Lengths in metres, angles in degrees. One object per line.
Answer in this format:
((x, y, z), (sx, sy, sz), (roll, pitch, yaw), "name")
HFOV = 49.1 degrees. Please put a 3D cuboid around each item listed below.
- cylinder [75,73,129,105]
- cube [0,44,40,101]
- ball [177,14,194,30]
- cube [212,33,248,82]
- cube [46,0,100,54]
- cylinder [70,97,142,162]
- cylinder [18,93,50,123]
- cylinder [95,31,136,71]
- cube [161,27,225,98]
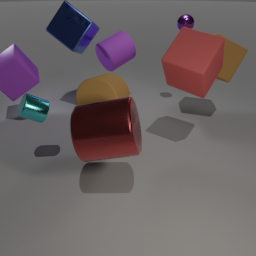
((-0.794, -1.023, 9.163), (1.400, 1.400, 1.400), (7, 18, 14), "cylinder")
((-4.625, -2.247, 11.349), (1.400, 1.400, 1.400), (-35, 40, 6), "cube")
((2.372, -4.309, 11.521), (0.700, 0.700, 0.700), (0, 28, 0), "ball")
((3.633, -2.831, 11.335), (1.400, 1.400, 1.400), (26, 14, -6), "cube")
((-2.234, -4.087, 11.566), (1.400, 1.400, 1.400), (38, 12, -1), "cube")
((-0.476, 0.042, 6.737), (1.400, 1.400, 1.400), (-8, 27, 10), "cylinder")
((-2.767, -0.574, 8.218), (0.700, 0.700, 0.700), (19, 16, -33), "cylinder")
((-0.579, -3.587, 13.098), (1.400, 1.400, 1.400), (-36, 40, -18), "cylinder")
((2.073, -2.053, 8.869), (1.400, 1.400, 1.400), (26, 75, 25), "cube")
